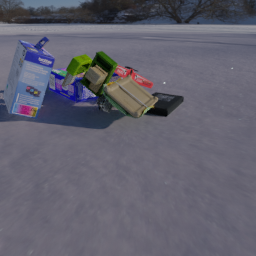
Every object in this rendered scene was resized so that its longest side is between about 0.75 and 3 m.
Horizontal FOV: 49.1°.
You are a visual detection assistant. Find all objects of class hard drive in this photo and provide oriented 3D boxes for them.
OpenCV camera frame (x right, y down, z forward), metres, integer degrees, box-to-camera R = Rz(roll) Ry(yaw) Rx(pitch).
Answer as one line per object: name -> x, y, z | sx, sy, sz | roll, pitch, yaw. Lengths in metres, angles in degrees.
hard drive -> 1.136, -0.862, 9.852 | 1.185, 0.279, 1.698 | 12, 26, 25

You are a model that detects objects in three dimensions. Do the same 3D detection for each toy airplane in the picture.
toy airplane -> 0.032, -1.739, 10.568 | 1.971, 0.363, 1.971 | 18, 43, -17

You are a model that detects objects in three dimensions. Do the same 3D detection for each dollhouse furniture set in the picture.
dollhouse furniture set -> -0.589, -1.019, 8.828 | 2.646, 1.328, 1.733 | 40, 33, 6

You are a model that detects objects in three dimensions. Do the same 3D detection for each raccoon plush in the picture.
raccoon plush -> -0.483, -0.869, 9.354 | 1.177, 0.569, 0.788 | -21, 29, -30

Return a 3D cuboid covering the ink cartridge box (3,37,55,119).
ink cartridge box -> -3.083, -1.714, 8.731 | 0.906, 2.374, 1.620 | 10, 20, -34

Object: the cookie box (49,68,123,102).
cookie box -> -1.675, -1.893, 11.320 | 2.357, 0.886, 2.017 | -18, 32, -40
